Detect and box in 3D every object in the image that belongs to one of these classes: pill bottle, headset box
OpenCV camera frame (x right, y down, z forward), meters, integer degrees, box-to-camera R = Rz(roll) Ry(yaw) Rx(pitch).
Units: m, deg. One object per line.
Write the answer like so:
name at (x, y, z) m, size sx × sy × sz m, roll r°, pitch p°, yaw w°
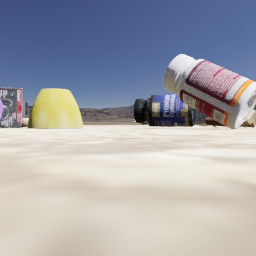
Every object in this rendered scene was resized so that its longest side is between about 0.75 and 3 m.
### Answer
pill bottle at (1.881, -0.908, 6.519) m, size 1.974 × 1.127 × 1.127 m, roll 35°, pitch 20°, yaw 29°
headset box at (-3.423, -0.528, 7.480) m, size 1.447 × 1.077 × 0.559 m, roll -1°, pitch 1°, yaw -22°
pill bottle at (1.538, -0.722, 11.675) m, size 2.435 × 1.362 × 1.362 m, roll 0°, pitch 1°, yaw 18°

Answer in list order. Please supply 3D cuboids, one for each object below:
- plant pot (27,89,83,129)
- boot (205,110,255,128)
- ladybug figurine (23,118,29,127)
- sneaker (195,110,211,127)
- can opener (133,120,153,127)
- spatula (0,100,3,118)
plant pot at (-1.907, -0.494, 7.406) m, size 1.425 × 1.012 × 1.425 m, roll 0°, pitch 0°, yaw 0°
boot at (3.116, -0.273, 8.409) m, size 1.236 × 0.538 × 1.486 m, roll 2°, pitch 5°, yaw 35°
ladybug figurine at (-3.795, -0.183, 9.904) m, size 0.906 × 0.326 × 0.615 m, roll 1°, pitch 1°, yaw 42°
sneaker at (3.876, -0.419, 11.840) m, size 1.186 × 1.070 × 2.895 m, roll 24°, pitch -7°, yaw -18°
can opener at (1.284, -0.480, 13.304) m, size 2.497 × 0.835 × 0.666 m, roll 1°, pitch 1°, yaw 43°
spatula at (-4.392, -0.613, 6.826) m, size 2.730 × 0.771 × 0.280 m, roll 12°, pitch -5°, yaw -3°
